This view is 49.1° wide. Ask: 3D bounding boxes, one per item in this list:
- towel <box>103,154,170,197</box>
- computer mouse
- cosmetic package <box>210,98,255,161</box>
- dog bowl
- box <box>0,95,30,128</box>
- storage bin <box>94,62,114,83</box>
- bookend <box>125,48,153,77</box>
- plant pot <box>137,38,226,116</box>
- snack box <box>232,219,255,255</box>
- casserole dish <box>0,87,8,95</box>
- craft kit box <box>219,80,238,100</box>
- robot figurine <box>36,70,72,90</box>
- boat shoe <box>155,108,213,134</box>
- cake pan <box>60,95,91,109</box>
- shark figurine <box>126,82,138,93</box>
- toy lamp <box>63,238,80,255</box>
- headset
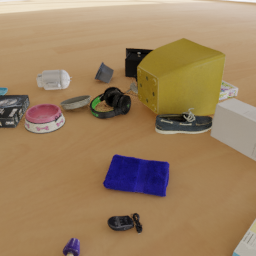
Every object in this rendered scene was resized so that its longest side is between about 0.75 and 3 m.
[{"bbox_3d":[0.283,1.310,8.136,1.807,0.448,1.334,5,32,8],"label":"towel"},{"bbox_3d":[-0.098,2.336,6.772,0.839,0.221,0.581,4,31,-15],"label":"computer mouse"},{"bbox_3d":[4.119,0.159,9.141,0.989,1.358,2.671,-20,39,-30],"label":"cosmetic package"},{"bbox_3d":[-3.224,-0.420,10.778,1.533,0.565,1.533,0,33,0],"label":"dog bowl"},{"bbox_3d":[-5.082,-0.708,11.344,1.637,0.445,2.044,0,32,-1],"label":"box"},{"bbox_3d":[-1.215,-2.754,14.399,0.773,0.837,1.150,26,31,-11],"label":"storage bin"},{"bbox_3d":[0.881,-3.110,14.438,2.632,1.212,2.615,7,33,12],"label":"bookend"},{"bbox_3d":[1.853,-1.823,11.221,2.647,2.571,2.588,-19,37,-23],"label":"plant pot"},{"bbox_3d":[3.372,2.497,6.226,1.228,0.392,2.113,27,44,36],"label":"snack box"},{"bbox_3d":[-6.144,-1.718,13.189,0.981,0.190,0.594,2,32,2],"label":"casserole dish"},{"bbox_3d":[3.674,-1.879,13.215,2.042,0.502,2.068,-14,35,-25],"label":"craft kit box"},{"bbox_3d":[-3.519,-2.324,13.466,1.619,0.914,1.373,-4,41,-5],"label":"robot figurine"},{"bbox_3d":[2.109,-0.271,10.389,2.232,0.690,0.836,-2,32,-1],"label":"boat shoe"},{"bbox_3d":[-2.190,-1.080,11.797,1.342,0.246,1.342,-12,18,4],"label":"cake pan"},{"bbox_3d":[0.442,-1.907,13.156,0.809,0.565,1.354,-29,42,-33],"label":"shark figurine"},{"bbox_3d":[-1.264,2.881,5.729,0.385,0.385,1.324,2,33,4],"label":"toy lamp"},{"bbox_3d":[-0.446,-1.303,11.625,2.459,1.155,1.518,-28,41,-19],"label":"headset"}]
